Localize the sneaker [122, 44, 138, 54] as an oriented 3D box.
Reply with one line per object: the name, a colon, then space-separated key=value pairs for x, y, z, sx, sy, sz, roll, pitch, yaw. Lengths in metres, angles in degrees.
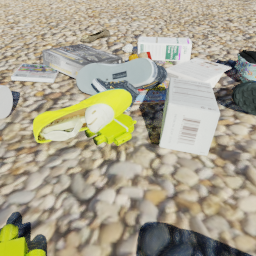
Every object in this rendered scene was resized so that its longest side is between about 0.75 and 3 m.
sneaker: x=0.131 y=-3.605 z=13.040 sx=0.518 sy=0.389 sz=1.039 roll=-30 pitch=38 yaw=-19

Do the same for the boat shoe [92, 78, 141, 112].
boat shoe: x=-0.335 y=-1.177 z=8.231 sx=1.604 sy=0.728 sz=0.568 roll=41 pitch=9 yaw=26

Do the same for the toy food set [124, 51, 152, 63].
toy food set: x=0.473 y=-2.359 z=10.797 sx=0.964 sy=0.908 sz=2.019 roll=-17 pitch=10 yaw=-3

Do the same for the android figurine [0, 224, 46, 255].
android figurine: x=-2.121 y=2.354 z=4.112 sx=1.793 sy=0.404 sz=1.970 roll=-10 pitch=34 yaw=-14

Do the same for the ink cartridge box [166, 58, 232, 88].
ink cartridge box: x=2.678 y=-2.063 z=10.632 sx=1.682 sy=0.523 sz=2.090 roll=29 pitch=39 yaw=36

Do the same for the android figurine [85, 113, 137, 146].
android figurine: x=-0.422 y=0.002 z=7.682 sx=1.412 sy=0.290 sz=1.286 roll=-28 pitch=42 yaw=-30

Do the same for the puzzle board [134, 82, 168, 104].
puzzle board: x=0.158 y=-1.381 z=9.812 sx=2.512 sy=0.219 sz=1.893 roll=-2 pitch=34 yaw=-3

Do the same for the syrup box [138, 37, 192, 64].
syrup box: x=1.562 y=-3.352 z=12.109 sx=2.252 sy=0.887 sz=0.917 roll=4 pitch=34 yaw=5

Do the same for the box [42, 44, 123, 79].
box: x=-1.812 y=-2.676 z=11.175 sx=2.572 sy=0.622 sz=2.037 roll=27 pitch=37 yaw=34

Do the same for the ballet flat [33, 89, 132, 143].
ballet flat: x=-1.169 y=-0.197 z=7.152 sx=2.729 sy=0.912 sz=0.915 roll=-16 pitch=40 yaw=7

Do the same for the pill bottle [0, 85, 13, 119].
pill bottle: x=-4.644 y=-0.847 z=8.091 sx=2.298 sy=1.249 sz=1.249 roll=6 pitch=35 yaw=9

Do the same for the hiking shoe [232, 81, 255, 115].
hiking shoe: x=4.340 y=-1.046 z=8.765 sx=2.845 sy=1.058 sz=1.233 roll=0 pitch=25 yaw=-18

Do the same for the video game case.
video game case: x=-3.518 y=-2.137 z=10.845 sx=1.549 sy=0.178 sz=1.412 roll=3 pitch=33 yaw=-3

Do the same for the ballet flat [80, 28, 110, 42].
ballet flat: x=-1.719 y=-4.902 z=14.805 sx=1.935 sy=0.449 sz=0.652 roll=-27 pitch=43 yaw=-34

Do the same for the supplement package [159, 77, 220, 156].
supplement package: x=1.510 y=-0.385 z=7.168 sx=1.177 sy=1.173 sz=2.006 roll=10 pitch=28 yaw=5

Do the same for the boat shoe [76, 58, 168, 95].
boat shoe: x=-0.214 y=-1.597 z=9.262 sx=2.955 sy=1.046 sz=1.342 roll=-1 pitch=0 yaw=30

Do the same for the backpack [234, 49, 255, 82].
backpack: x=4.703 y=-2.156 z=10.103 sx=1.353 sy=1.147 sz=1.524 roll=-3 pitch=26 yaw=-5
